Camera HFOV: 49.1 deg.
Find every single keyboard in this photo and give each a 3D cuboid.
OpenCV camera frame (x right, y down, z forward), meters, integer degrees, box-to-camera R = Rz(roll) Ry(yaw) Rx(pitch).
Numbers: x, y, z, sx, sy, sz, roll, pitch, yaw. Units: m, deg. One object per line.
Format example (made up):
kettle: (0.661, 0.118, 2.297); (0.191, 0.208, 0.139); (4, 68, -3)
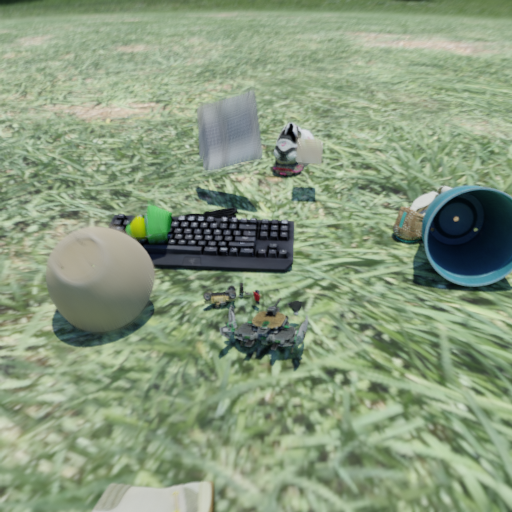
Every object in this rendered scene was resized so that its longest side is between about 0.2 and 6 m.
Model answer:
keyboard: (-1.179, -0.505, 11.938); (3.967, 0.509, 2.382); (3, 30, 3)

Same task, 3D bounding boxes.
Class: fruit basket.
fruit basket: (-2.148, -0.668, 11.116); (0.904, 0.652, 0.904); (6, 3, 0)

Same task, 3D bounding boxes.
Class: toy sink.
toy sink: (1.291, -2.570, 13.690); (0.606, 0.521, 0.930); (5, 14, 4)

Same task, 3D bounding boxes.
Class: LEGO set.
LEGO set: (0.039, 1.115, 9.242); (1.511, 0.659, 2.326); (-6, 18, -15)

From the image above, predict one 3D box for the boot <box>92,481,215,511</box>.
boot: (-1.119, 3.034, 5.751); (1.300, 0.606, 1.681); (1, 25, 1)

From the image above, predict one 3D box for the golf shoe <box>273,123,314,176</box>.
golf shoe: (1.169, -3.233, 15.899); (0.952, 1.207, 2.621); (7, 30, 13)

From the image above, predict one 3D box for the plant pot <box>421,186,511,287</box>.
plant pot: (4.046, -0.556, 10.895); (1.842, 1.842, 1.731); (3, 17, 4)

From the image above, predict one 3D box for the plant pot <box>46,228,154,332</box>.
plant pot: (-2.665, 0.234, 9.094); (1.759, 1.181, 1.759); (-2, 68, 5)

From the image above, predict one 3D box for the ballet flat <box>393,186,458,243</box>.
ballet flat: (4.096, -1.063, 12.504); (2.638, 0.861, 0.930); (-24, 38, -36)

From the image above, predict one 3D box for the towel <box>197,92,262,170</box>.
towel: (-0.680, -2.881, 13.063); (1.657, 1.596, 0.286); (-8, -2, 31)
